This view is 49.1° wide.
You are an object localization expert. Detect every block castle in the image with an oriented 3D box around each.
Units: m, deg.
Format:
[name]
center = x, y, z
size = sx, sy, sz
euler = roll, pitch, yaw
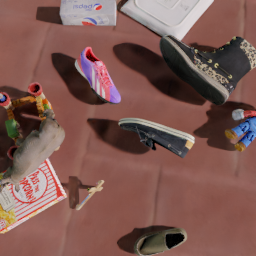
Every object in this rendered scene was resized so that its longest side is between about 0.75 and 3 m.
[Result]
[block castle]
center = -3.138, -0.205, 8.809
size = 1.530, 1.074, 2.290
euler = -19, 72, -7

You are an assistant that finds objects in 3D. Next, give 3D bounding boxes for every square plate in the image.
[square plate]
center = 1.542, -4.853, 10.777
size = 2.665, 0.383, 2.690
euler = 36, 75, 12

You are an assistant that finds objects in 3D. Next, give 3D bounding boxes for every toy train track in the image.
[toy train track]
center = -1.167, 1.952, 8.323
size = 0.195, 0.687, 1.198
euler = 45, 101, 24

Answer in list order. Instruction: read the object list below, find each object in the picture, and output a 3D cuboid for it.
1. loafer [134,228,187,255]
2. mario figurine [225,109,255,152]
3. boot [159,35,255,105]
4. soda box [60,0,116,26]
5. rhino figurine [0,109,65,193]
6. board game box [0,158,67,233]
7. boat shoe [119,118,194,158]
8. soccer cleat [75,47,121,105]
[loafer]
center = 0.931, 3.190, 7.918
size = 1.588, 0.553, 0.597
euler = -18, 72, -6
[mario figurine]
center = 4.151, -0.127, 9.072
size = 2.045, 1.262, 1.084
euler = -35, 34, -4
[boot]
center = 2.785, -2.475, 9.628
size = 2.279, 1.089, 3.018
euler = -41, 79, -16
[soda box]
center = -1.459, -4.295, 10.437
size = 2.028, 0.643, 0.692
euler = 0, 71, 0
[rhino figurine]
center = -2.777, 0.774, 7.846
size = 2.712, 0.811, 1.186
euler = -49, 37, 2
[board game box]
center = -3.120, 1.881, 8.377
size = 2.072, 0.480, 1.570
euler = -30, 71, -10
[boat shoe]
center = 0.755, 0.265, 8.585
size = 2.477, 0.924, 0.771
euler = 19, 85, 22
[soccer cleat]
center = -0.945, -1.735, 9.379
size = 0.760, 0.816, 2.230
euler = -19, 64, -47
